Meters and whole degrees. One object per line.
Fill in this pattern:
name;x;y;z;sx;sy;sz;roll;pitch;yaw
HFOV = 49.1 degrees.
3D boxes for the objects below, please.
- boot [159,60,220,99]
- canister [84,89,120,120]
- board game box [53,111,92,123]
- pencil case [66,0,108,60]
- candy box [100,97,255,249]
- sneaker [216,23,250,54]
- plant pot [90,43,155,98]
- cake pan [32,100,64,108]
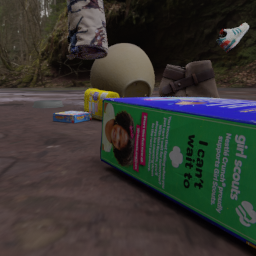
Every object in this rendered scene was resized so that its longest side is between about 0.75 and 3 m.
boot;2.095;-0.869;7.574;2.548;1.863;0.895;2;10;13
canister;-0.897;-0.778;9.554;0.607;1.042;1.403;-7;15;-36
board game box;-1.865;-0.380;9.440;0.935;0.261;0.915;5;11;28
pencil case;-0.885;-2.309;5.494;0.845;1.888;0.735;-6;-2;3
candy box;1.332;0.177;3.793;2.434;1.109;2.879;-4;10;-31
sneaker;2.515;-2.289;6.759;0.494;1.056;0.372;39;-23;0
plant pot;0.016;-1.979;12.526;2.972;2.972;1.996;-4;38;-24
cake pan;-4.067;-1.233;14.269;1.565;0.287;1.565;0;10;0
